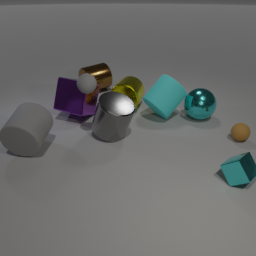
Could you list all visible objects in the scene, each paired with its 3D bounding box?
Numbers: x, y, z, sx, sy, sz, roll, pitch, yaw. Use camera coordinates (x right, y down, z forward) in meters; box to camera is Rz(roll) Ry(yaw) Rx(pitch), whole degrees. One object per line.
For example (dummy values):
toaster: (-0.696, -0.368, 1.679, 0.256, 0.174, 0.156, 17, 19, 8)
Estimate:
ball: (4.285, 0.153, 10.658, 0.700, 0.700, 0.700, 0, 27, 0)
ball: (-1.453, -1.562, 9.867, 0.700, 0.700, 0.700, 0, 27, 0)
cylinder: (-0.030, -1.608, 13.323, 1.400, 1.400, 1.400, 7, 28, 13)
cylinder: (1.602, -1.368, 12.268, 1.400, 1.400, 1.400, -50, 40, -2)
cylinder: (-1.795, -2.765, 15.450, 1.400, 1.400, 1.400, -22, 34, -28)
cylinder: (-3.520, 0.040, 9.832, 1.400, 1.400, 1.400, 4, 40, 7)
cube: (-2.235, -1.385, 12.339, 1.400, 1.400, 1.400, 14, 10, 15)
cube: (3.327, 1.220, 8.331, 0.700, 0.700, 0.700, -24, -4, -40)
cylinder: (-0.574, -0.430, 10.664, 1.400, 1.400, 1.400, 12, 42, -11)
ball: (3.161, -1.050, 12.299, 1.400, 1.400, 1.400, 0, 27, 0)
